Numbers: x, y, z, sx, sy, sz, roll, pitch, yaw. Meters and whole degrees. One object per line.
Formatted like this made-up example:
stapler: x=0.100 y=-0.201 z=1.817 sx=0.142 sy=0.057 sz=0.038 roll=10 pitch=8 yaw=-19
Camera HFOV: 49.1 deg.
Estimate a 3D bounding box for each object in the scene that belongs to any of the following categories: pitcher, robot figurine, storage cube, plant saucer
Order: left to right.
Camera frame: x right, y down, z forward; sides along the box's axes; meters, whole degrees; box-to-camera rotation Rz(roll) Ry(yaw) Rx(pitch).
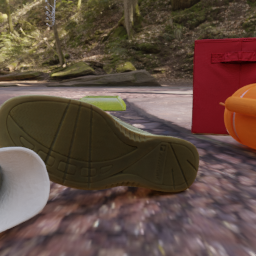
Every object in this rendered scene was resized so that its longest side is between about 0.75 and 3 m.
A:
pitcher: x=-1.826 y=0.467 z=2.493 sx=1.575 sy=1.113 sz=1.836 roll=-31 pitch=35 yaw=-35
plant saucer: x=-1.215 y=-1.166 z=12.719 sx=2.247 sy=0.539 sz=2.250 roll=0 pitch=10 yaw=0
storage cube: x=2.836 y=-1.068 z=7.318 sx=2.130 sy=2.240 sz=2.492 roll=3 pitch=10 yaw=17
robot figurine: x=2.642 y=-0.146 z=4.978 sx=1.570 sy=1.273 sz=2.183 roll=-21 pitch=17 yaw=-16

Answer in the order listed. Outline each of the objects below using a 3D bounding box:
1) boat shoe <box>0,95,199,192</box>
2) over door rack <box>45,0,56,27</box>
boat shoe: x=-0.269 y=0.222 z=3.180 sx=2.337 sy=0.852 sz=0.735 roll=12 pitch=-3 yaw=-28
over door rack: x=-2.042 y=-3.308 z=7.548 sx=0.309 sy=0.928 sz=0.686 roll=15 pitch=-10 yaw=-13
